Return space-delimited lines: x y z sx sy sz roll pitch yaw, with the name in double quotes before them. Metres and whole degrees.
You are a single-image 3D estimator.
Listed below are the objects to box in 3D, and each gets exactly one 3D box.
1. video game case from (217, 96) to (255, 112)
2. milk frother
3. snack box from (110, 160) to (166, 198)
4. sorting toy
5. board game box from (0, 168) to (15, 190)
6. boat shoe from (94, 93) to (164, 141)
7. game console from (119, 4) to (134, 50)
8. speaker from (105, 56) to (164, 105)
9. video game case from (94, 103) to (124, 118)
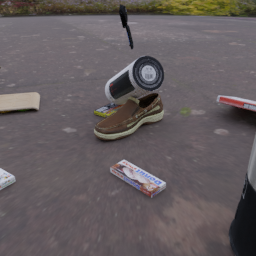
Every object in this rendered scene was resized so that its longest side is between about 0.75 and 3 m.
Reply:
"video game case" 4.037 -0.535 8.010 2.484 0.217 1.776 20 15 36
"milk frother" 2.755 0.830 2.927 2.868 2.698 2.588 9 27 18
"snack box" 0.176 0.980 5.576 0.415 0.140 1.155 -24 35 -39
"sorting toy" -3.704 -0.817 9.142 1.553 0.283 1.437 -2 26 -14
"board game box" -2.707 0.991 5.552 0.821 0.142 0.518 18 31 32
"boat shoe" 0.043 -0.433 7.611 0.875 0.877 2.370 23 34 38
"game console" -0.029 -2.431 6.850 0.130 1.076 0.634 -10 39 10
"speaker" 0.100 -1.255 7.901 0.917 0.917 2.259 -12 1 -23
"video game case" -0.356 -0.533 8.667 0.956 0.135 1.058 17 30 32
